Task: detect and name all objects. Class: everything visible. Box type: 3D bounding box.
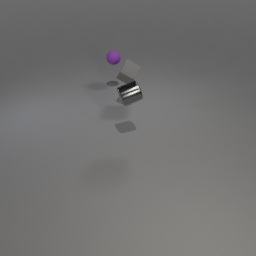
[{"bbox_3d":[0.030,-2.361,11.963,0.700,0.700,0.700,28,72,-9],"label":"cube"},{"bbox_3d":[0.062,-1.188,9.644,0.700,0.700,0.700,-23,36,-4],"label":"cylinder"},{"bbox_3d":[-0.707,-3.430,13.626,0.700,0.700,0.700,0,33,0],"label":"ball"}]
